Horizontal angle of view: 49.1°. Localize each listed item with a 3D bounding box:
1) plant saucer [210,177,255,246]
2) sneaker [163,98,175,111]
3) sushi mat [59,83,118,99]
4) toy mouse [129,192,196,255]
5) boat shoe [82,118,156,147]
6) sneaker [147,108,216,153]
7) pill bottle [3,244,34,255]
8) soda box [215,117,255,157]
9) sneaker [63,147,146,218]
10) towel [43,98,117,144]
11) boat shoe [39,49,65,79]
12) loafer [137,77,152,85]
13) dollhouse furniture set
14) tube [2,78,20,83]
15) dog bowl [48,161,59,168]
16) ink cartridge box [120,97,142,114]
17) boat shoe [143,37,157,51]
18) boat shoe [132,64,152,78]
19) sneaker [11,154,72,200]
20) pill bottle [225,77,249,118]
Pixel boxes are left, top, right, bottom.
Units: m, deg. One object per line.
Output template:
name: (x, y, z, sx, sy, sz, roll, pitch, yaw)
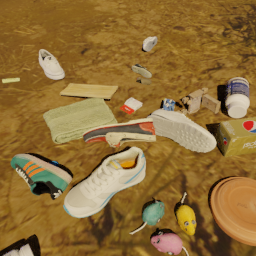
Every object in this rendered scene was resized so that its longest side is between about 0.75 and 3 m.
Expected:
plant saucer: (3.670, 2.400, 8.498, 2.277, 0.367, 2.277, 0, 42, 0)
sneaker: (1.729, -0.832, 11.935, 0.511, 0.459, 1.243, 9, 44, 7)
sushi mat: (-1.756, -1.694, 12.745, 2.509, 0.152, 1.200, 6, 32, 15)
toy mouse: (1.022, 2.775, 8.030, 1.985, 0.432, 2.233, -5, 43, -5)
boat shoe: (-0.332, 0.285, 10.423, 2.746, 0.977, 0.859, -10, 82, 2)
sneaker: (2.111, -0.045, 10.720, 2.802, 1.070, 1.128, 27, 40, 24)
pill bottle: (-2.984, 3.521, 7.017, 1.266, 0.717, 0.717, -25, 48, -25)
soda box: (4.833, 0.240, 10.354, 2.957, 1.001, 0.946, -7, 43, -8)
sneaker: (-0.713, 1.597, 8.749, 2.978, 1.203, 1.139, -31, 52, -28)
towel: (-1.962, -0.408, 11.440, 2.684, 0.490, 1.991, -19, 45, -19)
boat shoe: (-4.014, -3.283, 14.330, 0.884, 0.785, 2.403, -28, 50, -27)
loafer: (0.768, -2.246, 13.593, 0.807, 0.307, 0.272, 17, 46, 32)
dollhouse furniture set: (2.928, -0.906, 11.651, 1.842, 0.955, 0.815, -26, 47, -25)
tube: (-5.741, -2.337, 13.769, 0.797, 0.207, 0.231, -11, 83, -16)
dog bowl: (-2.547, 1.475, 9.622, 0.430, 0.191, 0.771, -20, 47, -20)
ink cartridge box: (0.127, -0.982, 12.289, 0.655, 0.230, 0.806, 32, 47, 29)
boat shoe: (1.166, -4.911, 16.318, 0.545, 0.614, 1.669, 16, 34, 22)
boat shoe: (0.770, -2.935, 14.197, 0.430, 0.457, 1.273, -37, 52, -27)
sneaker: (-3.024, 1.565, 9.036, 2.385, 0.851, 0.953, 15, 52, 25)
pill bottle: (4.663, -1.275, 11.963, 0.967, 0.967, 1.741, 10, 50, 11)
